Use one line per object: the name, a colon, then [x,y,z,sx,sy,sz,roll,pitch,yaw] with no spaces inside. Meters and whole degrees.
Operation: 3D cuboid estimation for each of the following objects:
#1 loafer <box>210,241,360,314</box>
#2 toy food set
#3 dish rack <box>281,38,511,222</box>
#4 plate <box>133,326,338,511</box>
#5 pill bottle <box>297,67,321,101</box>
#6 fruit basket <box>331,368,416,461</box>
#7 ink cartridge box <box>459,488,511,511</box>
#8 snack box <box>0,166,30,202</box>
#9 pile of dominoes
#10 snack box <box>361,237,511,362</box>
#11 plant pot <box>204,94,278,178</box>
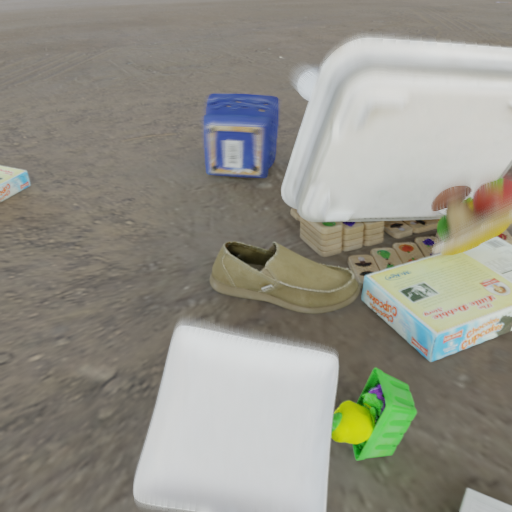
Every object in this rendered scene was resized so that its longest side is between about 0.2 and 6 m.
loafer: [0.403,0.273,8.308,2.281,0.769,0.867,5,32,8]
toy food set: [3.033,-0.644,7.682,1.392,0.773,2.367,-31,-14,23]
dish rack: [2.486,-1.566,8.488,3.784,3.247,0.824,-2,53,-16]
plate: [-0.134,1.667,5.536,1.767,0.286,1.763,11,58,0]
pill bottle: [0.981,-2.782,9.009,0.470,0.470,0.885,9,25,14]
fruit basket: [1.120,1.695,5.906,0.956,0.956,0.689,0,32,0]
ink cartridge box: [1.982,2.662,4.880,0.586,0.335,1.130,17,36,25]
snack box: [-5.917,-1.548,11.604,2.044,0.379,1.187,12,34,19]
pile of dominoes: [2.625,-0.735,10.106,3.640,0.580,2.837,-15,34,-21]
snack box: [3.083,0.527,8.150,2.663,0.494,1.547,-14,34,-22]
plant pot: [-0.366,-2.524,12.085,1.567,1.567,1.409,4,34,5]
